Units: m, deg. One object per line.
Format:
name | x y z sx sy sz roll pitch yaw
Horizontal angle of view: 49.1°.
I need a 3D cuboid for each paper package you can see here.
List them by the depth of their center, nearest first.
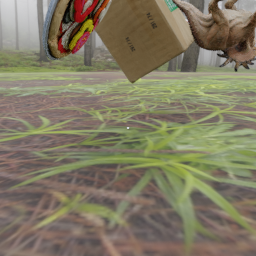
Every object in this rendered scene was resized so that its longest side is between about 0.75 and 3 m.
paper package | 0.478 -3.142 8.947 2.432 2.552 1.320 -25 17 37

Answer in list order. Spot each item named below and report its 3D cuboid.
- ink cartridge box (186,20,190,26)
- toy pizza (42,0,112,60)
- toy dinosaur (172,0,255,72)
ink cartridge box | 1.711 -4.446 11.569 1.481 0.851 2.041 17 32 -37
toy pizza | -0.759 -2.575 5.741 0.456 2.877 2.877 32 14 -3
toy dinosaur | 2.229 -2.166 6.452 2.720 1.844 1.168 2 45 -17
